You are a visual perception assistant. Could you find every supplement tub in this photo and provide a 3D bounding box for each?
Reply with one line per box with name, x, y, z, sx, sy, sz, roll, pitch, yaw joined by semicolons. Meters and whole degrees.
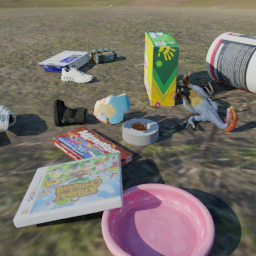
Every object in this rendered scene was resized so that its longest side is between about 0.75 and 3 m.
supplement tub;4.637;-2.451;10.660;1.995;1.995;2.843;-17;33;-29

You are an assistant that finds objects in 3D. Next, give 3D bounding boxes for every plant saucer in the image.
plant saucer;0.479;1.659;4.641;1.806;0.458;1.806;-1;28;0

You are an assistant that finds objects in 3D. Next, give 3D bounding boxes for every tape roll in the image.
tape roll;0.346;0.094;7.698;0.996;0.329;0.996;1;29;0

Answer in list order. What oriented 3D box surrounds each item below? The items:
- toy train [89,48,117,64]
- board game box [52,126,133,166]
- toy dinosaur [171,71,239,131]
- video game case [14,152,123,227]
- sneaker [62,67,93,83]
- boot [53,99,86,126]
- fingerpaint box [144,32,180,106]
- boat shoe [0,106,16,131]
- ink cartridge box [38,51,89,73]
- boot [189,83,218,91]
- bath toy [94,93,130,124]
toy train;-1.272;-3.768;14.691;1.476;0.629;0.841;-18;45;-33
board game box;-0.935;0.524;7.043;1.036;0.196;2.013;-23;36;-38
toy dinosaur;2.466;-0.740;8.565;2.237;1.294;2.465;43;31;23
video game case;-1.037;1.095;5.427;1.869;0.206;1.702;-12;23;2
sneaker;-2.157;-2.224;11.791;1.406;0.570;0.528;8;28;11
boot;-1.763;-0.510;8.627;0.956;0.481;1.278;-11;40;-5
fingerpaint box;1.157;-2.215;10.179;0.903;2.054;2.463;-1;28;-2
boat shoe;-3.509;-0.248;8.004;0.575;0.584;1.647;13;8;-18
ink cartridge box;-3.051;-3.167;13.571;1.397;0.551;2.809;8;28;14
boot;2.891;-1.539;10.792;0.867;0.279;0.808;-9;16;-23
bath toy;-0.535;-0.455;7.543;0.850;0.722;1.955;-11;4;-14
